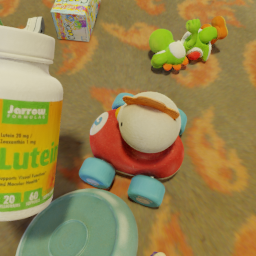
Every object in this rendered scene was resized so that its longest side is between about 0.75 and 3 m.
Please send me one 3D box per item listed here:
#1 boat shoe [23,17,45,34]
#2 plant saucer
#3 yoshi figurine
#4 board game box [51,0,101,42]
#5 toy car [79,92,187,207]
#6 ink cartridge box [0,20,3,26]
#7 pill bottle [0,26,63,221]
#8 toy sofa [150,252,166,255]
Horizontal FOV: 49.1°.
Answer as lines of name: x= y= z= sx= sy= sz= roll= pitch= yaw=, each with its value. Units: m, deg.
boat shoe: x=-3.390 y=-3.164 z=9.559 sx=0.789 sy=0.683 sz=1.850 roll=-1 pitch=58 yaw=-1
plant saucer: x=-1.178 y=2.390 z=5.842 sx=2.804 sy=0.384 sz=2.804 roll=-13 pitch=41 yaw=11
yoshi figurine: x=1.764 y=-2.920 z=9.103 sx=2.611 sy=1.468 sz=1.462 roll=-27 pitch=48 yaw=-12
board game box: x=-1.760 y=-4.321 z=9.947 sx=1.156 sy=1.176 sz=2.243 roll=7 pitch=60 yaw=4
toy car: x=0.216 y=-0.029 z=6.477 sx=2.496 sy=2.821 sz=2.601 roll=18 pitch=61 yaw=11
ink cartridge box: x=-5.671 y=-3.388 z=8.915 sx=2.761 sy=2.007 sz=1.208 roll=-36 pitch=66 yaw=-19
pill bottle: x=-1.949 y=-0.121 z=4.673 sx=1.597 sy=1.597 sz=2.875 roll=9 pitch=101 yaw=5
toy sofa: x=0.632 y=3.827 z=5.217 sx=1.304 sy=1.107 sz=2.672 roll=-22 pitch=62 yaw=-18
